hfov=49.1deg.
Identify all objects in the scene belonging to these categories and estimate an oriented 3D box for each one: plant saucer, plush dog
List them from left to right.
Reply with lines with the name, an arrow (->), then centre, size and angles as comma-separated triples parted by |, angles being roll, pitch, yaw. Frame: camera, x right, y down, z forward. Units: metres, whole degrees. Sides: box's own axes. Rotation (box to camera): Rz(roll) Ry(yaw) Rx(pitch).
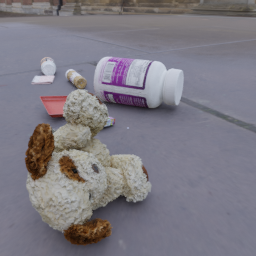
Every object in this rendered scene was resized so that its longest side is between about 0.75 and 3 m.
plant saucer -> -2.161, -0.682, 9.101 | 1.157, 0.212, 1.155 | -6, 37, -31
plush dog -> -0.960, 0.803, 4.866 | 1.956, 2.438, 2.094 | -29, 10, 17

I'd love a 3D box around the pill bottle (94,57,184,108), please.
pill bottle -> 0.396, -1.548, 9.671 | 2.841, 1.595, 1.595 | 11, 28, 19

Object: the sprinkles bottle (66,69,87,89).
sprinkles bottle -> -2.237, -2.112, 12.022 | 0.503, 0.503, 1.475 | -13, 29, -25

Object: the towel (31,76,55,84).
towel -> -3.790, -2.167, 12.539 | 0.902, 0.152, 0.944 | -3, 27, -6

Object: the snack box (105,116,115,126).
snack box -> -0.880, -0.267, 8.459 | 0.826, 0.219, 0.587 | 20, 22, 37

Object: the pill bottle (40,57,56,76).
pill bottle -> -3.835, -2.939, 13.477 | 0.705, 0.705, 1.211 | -8, 28, -15
